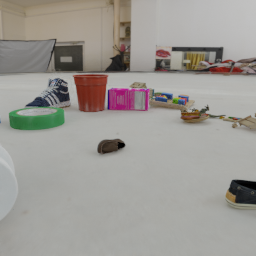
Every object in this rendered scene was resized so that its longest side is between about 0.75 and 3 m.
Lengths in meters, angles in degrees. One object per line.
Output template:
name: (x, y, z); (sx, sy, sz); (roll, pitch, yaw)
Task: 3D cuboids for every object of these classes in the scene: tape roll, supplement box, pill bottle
tape roll: (-3.711, -0.430, 11.506); (2.173, 0.522, 2.173); (0, 14, 0)
supplement box: (0.046, -1.514, 14.599); (2.085, 1.078, 1.055); (3, 14, 7)
pill bottle: (-2.955, 0.746, 5.154); (1.435, 1.435, 2.537); (-9, 17, -32)

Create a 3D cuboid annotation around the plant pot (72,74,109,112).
plant pot: (-1.858, -1.795, 14.259); (1.820, 1.770, 1.820); (0, 14, 0)

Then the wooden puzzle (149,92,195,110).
wooden puzzle: (2.493, -1.575, 15.596); (2.114, 0.528, 2.282); (11, 17, 22)

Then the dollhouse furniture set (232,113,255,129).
dollhouse furniture set: (4.893, 0.000, 10.462); (1.453, 0.710, 1.239); (-25, 15, -1)

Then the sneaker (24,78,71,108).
sneaker: (-4.126, -1.734, 14.392); (1.015, 1.571, 2.895); (9, 17, 30)

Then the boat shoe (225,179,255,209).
boat shoe: (2.667, 1.205, 5.287); (1.632, 0.508, 0.609); (1, 13, -2)

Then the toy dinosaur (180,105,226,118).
toy dinosaur: (3.355, -0.706, 12.743); (1.973, 0.468, 0.870); (2, 29, 6)

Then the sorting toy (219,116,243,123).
sorting toy: (4.438, -0.420, 12.239); (0.946, 0.127, 0.705); (12, 19, 38)

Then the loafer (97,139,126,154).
loafer: (-0.459, 0.512, 8.163); (0.369, 0.380, 1.040); (11, 19, 40)

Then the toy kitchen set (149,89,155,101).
toy kitchen set: (1.590, -1.868, 16.257); (0.659, 0.896, 1.119); (7, 16, 20)

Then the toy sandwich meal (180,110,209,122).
toy sandwich meal: (2.801, -0.547, 11.823); (1.252, 0.429, 1.252); (-8, 9, 1)

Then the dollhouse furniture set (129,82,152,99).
dollhouse furniture set: (0.393, -1.896, 16.769); (1.504, 1.060, 1.054); (-41, 32, -21)

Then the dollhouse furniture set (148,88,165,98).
dollhouse furniture set: (1.439, -2.303, 17.528); (2.046, 0.790, 1.023); (-3, 0, 25)
